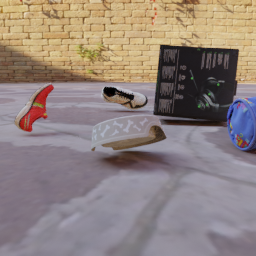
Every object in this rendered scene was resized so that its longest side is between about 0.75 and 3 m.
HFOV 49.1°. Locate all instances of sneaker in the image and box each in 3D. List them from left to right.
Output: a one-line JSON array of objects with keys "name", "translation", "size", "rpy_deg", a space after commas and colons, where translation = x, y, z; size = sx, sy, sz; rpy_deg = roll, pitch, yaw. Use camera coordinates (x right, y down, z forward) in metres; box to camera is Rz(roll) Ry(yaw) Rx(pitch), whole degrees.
[{"name": "sneaker", "translation": [-2.491, -0.552, 7.851], "size": [0.656, 1.544, 0.595], "rpy_deg": [34, -15, -9]}, {"name": "sneaker", "translation": [-0.182, -1.324, 12.141], "size": [2.114, 0.779, 0.846], "rpy_deg": [9, -11, 5]}]

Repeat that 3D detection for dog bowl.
[{"name": "dog bowl", "translation": [-0.014, 0.117, 5.492], "size": [1.499, 0.440, 1.499], "rpy_deg": [-10, -11, -2]}]

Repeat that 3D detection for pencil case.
[{"name": "pencil case", "translation": [3.707, -0.292, 6.502], "size": [2.912, 1.136, 1.265], "rpy_deg": [-9, 39, -15]}]

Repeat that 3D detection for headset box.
[{"name": "headset box", "translation": [2.316, -1.466, 9.456], "size": [2.687, 2.340, 1.247], "rpy_deg": [5, 5, 10]}]
